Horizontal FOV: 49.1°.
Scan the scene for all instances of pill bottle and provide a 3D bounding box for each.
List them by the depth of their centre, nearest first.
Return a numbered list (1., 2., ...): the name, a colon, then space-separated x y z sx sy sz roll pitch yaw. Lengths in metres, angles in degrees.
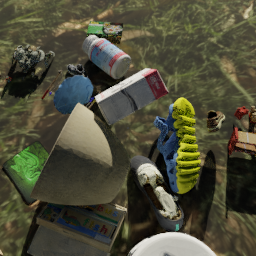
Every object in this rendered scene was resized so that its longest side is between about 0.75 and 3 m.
1. pill bottle: -0.776 -2.525 9.789 1.691 0.920 0.920 40 68 20

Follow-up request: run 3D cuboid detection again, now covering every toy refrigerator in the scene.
1. toy refrigerator: -1.407 3.044 6.812 1.815 0.635 0.689 17 67 11

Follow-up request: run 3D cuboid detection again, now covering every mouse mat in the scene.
1. mouse mat: -2.738 1.235 8.161 1.282 0.060 1.593 -37 66 -19

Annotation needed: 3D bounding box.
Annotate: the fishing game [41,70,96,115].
1. fishing game: -1.509 -0.931 7.646 0.269 1.727 1.237 42 100 33

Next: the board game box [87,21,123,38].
1. board game box: -0.885 -3.885 11.017 1.356 0.159 0.710 5 63 3

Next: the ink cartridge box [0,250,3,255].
1. ink cartridge box: -4.189 2.891 6.863 1.433 0.653 1.739 -36 66 -20

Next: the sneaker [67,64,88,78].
1. sneaker: -1.784 -2.060 9.754 0.930 0.529 0.351 36 66 19

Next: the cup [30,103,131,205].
1. cup: -1.005 0.897 7.004 1.811 2.533 2.533 27 62 -9

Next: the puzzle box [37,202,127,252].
1. puzzle box: -1.120 2.229 7.128 1.944 0.247 1.293 17 30 9

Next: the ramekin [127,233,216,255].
1. ramekin: 0.999 3.558 6.165 2.500 1.219 2.500 0 61 0

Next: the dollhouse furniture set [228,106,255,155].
1. dollhouse furniture set: 3.618 0.076 8.568 0.934 0.706 1.735 12 44 7

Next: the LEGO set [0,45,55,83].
1. LEGO set: -3.790 -2.327 9.814 1.583 0.691 2.437 40 68 20

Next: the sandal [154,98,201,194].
1. sandal: 1.360 0.538 8.116 1.172 1.070 2.693 -16 64 40

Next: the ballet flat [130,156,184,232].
1. ballet flat: 0.770 1.604 7.518 0.861 0.861 2.356 -23 63 -13

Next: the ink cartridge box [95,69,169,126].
1. ink cartridge box: 0.029 -0.834 7.153 1.650 1.202 0.700 -31 106 -2

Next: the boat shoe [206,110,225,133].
1. boat shoe: 2.502 -0.314 8.060 0.460 0.461 1.246 -18 13 26
